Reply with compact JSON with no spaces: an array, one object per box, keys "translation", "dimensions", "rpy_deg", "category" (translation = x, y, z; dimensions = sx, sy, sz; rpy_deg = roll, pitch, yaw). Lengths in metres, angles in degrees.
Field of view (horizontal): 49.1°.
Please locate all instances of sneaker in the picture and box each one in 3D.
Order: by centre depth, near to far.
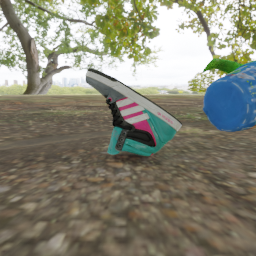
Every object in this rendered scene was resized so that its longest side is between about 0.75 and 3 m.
[{"translation":[-0.138,-0.115,4.675],"dimensions":[1.807,1.091,0.756],"rpy_deg":[33,2,1],"category":"sneaker"}]

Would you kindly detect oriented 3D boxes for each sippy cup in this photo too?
[{"translation":[2.115,-0.520,5.120],"dimensions":[1.277,1.368,1.742],"rpy_deg":[-16,26,-34],"category":"sippy cup"}]
